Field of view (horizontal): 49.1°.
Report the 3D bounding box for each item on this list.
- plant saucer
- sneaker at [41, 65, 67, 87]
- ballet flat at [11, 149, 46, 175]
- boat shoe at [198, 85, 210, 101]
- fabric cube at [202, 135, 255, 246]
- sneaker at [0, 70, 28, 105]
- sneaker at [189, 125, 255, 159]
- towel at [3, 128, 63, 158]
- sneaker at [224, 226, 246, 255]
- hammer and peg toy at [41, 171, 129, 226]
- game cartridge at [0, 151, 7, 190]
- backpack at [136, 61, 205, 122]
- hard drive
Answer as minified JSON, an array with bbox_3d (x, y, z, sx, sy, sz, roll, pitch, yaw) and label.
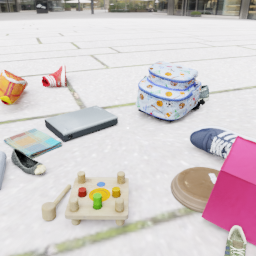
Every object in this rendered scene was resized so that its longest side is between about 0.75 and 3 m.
[{"bbox_3d":[1.620,1.222,5.846,1.447,0.213,1.447,0,25,0],"label":"plant saucer"},{"bbox_3d":[-3.360,-2.392,12.704,1.099,0.746,1.903,-4,25,-12],"label":"sneaker"},{"bbox_3d":[-2.363,0.805,6.550,1.169,0.332,0.389,17,30,31],"label":"ballet flat"},{"bbox_3d":[2.192,-1.348,10.695,1.884,0.582,0.686,-2,26,-4],"label":"boat shoe"},{"bbox_3d":[2.126,1.054,4.807,1.170,1.189,1.193,23,37,24],"label":"fabric cube"},{"bbox_3d":[-4.484,-1.513,10.526,1.094,1.156,2.998,25,2,-18],"label":"sneaker"},{"bbox_3d":[2.373,0.551,6.627,2.073,0.727,1.125,15,28,23],"label":"sneaker"},{"bbox_3d":[-2.608,0.378,7.646,1.399,0.152,1.026,22,32,37],"label":"towel"},{"bbox_3d":[1.619,1.879,4.244,0.310,0.415,0.924,9,27,18],"label":"sneaker"},{"bbox_3d":[-0.776,1.273,5.322,1.590,0.561,1.170,1,26,1],"label":"hammer and peg toy"},{"bbox_3d":[-3.787,1.067,5.978,2.109,0.438,1.404,-7,23,-14],"label":"game cartridge"},{"bbox_3d":[1.315,-1.196,9.329,2.202,1.696,2.097,16,41,25],"label":"backpack"},{"bbox_3d":[-1.422,-0.190,8.631,1.863,0.306,1.300,-19,32,-34],"label":"hard drive"}]
